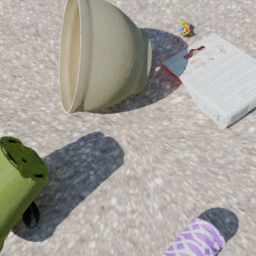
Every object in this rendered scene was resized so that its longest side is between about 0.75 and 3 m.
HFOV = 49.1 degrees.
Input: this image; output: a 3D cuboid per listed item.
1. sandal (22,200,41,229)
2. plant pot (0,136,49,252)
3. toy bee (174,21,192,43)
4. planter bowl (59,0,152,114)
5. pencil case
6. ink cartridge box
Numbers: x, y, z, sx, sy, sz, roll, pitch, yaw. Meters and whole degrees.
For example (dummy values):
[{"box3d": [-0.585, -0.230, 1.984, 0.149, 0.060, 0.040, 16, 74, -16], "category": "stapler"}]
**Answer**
[{"box3d": [-2.340, 1.920, 6.693, 0.409, 0.294, 1.030, -25, 52, -14], "category": "sandal"}, {"box3d": [-2.809, 1.310, 5.865, 2.038, 2.146, 2.146, -43, 71, 4], "category": "plant pot"}, {"box3d": [1.890, -3.191, 9.202, 0.579, 0.481, 0.884, 16, 74, -33], "category": "toy bee"}, {"box3d": [-0.612, -1.861, 7.447, 2.014, 2.993, 2.993, 0, 63, -22], "category": "planter bowl"}, {"box3d": [1.171, 2.982, 5.945, 2.230, 0.936, 0.953, -42, 100, -23], "category": "pencil case"}, {"box3d": [2.735, -1.547, 8.474, 2.250, 0.700, 2.796, -32, 54, -14], "category": "ink cartridge box"}]
